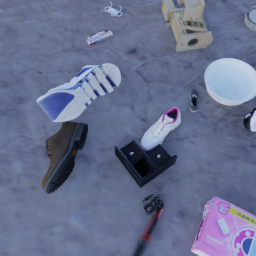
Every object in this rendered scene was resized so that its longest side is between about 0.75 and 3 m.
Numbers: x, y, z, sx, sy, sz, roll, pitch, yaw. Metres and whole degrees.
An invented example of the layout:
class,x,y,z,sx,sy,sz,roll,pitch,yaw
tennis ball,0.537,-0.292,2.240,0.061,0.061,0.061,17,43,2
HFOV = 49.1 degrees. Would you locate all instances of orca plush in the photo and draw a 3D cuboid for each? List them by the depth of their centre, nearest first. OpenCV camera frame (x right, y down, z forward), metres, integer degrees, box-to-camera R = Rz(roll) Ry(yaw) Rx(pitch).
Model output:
class,x,y,z,sx,sy,sz,roll,pitch,yaw
orca plush,5.036,-0.748,10.317,2.471,1.300,0.878,-43,36,-9

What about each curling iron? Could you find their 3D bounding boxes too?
class,x,y,z,sx,sy,sz,roll,pitch,yaw
curling iron,0.358,3.322,8.439,0.727,0.375,2.933,23,63,6

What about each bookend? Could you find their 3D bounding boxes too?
class,x,y,z,sx,sy,sz,roll,pitch,yaw
bookend,0.591,0.939,9.520,1.526,0.703,1.516,-31,67,-16

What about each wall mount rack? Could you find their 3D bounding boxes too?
class,x,y,z,sx,sy,sz,roll,pitch,yaw
wall mount rack,-0.769,-5.500,13.120,0.941,0.351,0.818,29,66,15

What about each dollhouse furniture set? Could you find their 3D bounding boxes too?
class,x,y,z,sx,sy,sz,roll,pitch,yaw
dollhouse furniture set,2.608,-5.157,11.746,1.542,2.452,2.773,-9,63,-5

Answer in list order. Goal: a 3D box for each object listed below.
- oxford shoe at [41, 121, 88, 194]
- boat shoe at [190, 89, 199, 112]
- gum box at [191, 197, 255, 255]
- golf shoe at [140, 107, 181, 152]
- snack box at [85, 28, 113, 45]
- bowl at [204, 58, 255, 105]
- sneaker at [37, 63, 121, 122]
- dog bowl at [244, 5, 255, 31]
class,x,y,z,sx,sy,sz,roll,pitch,yaw
oxford shoe,-2.323,0.910,9.388,1.162,1.000,2.753,14,50,6
boat shoe,2.594,-1.128,10.821,0.380,0.328,1.047,7,62,4
gum box,3.359,3.389,8.070,2.863,0.947,1.625,25,66,13
golf shoe,1.147,-0.006,9.914,0.752,0.914,1.998,37,70,17
snack box,-1.293,-4.073,12.480,1.173,0.143,0.422,-29,66,-15
bowl,3.864,-1.602,10.737,2.047,0.920,2.047,0,61,0
sneaker,-1.574,-1.316,9.571,2.801,1.132,1.618,-29,21,1
dog bowl,6.025,-4.976,12.804,1.429,0.419,1.429,0,63,0
